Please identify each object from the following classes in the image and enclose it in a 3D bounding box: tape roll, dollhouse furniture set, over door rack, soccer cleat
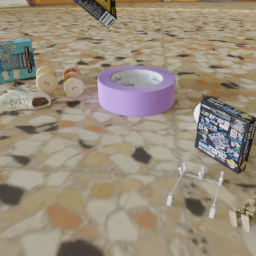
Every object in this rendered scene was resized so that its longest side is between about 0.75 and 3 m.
[{"bbox_3d":[0.275,-1.296,9.175,2.502,0.821,2.502,1,29,0],"label":"tape roll"},{"bbox_3d":[2.231,1.570,4.664,0.686,0.520,0.782,-18,12,-29],"label":"dollhouse furniture set"},{"bbox_3d":[1.347,1.101,5.398,0.869,0.392,1.176,12,32,22],"label":"over door rack"},{"bbox_3d":[-3.202,-0.817,8.606,1.641,0.569,0.637,-11,29,-25],"label":"soccer cleat"}]

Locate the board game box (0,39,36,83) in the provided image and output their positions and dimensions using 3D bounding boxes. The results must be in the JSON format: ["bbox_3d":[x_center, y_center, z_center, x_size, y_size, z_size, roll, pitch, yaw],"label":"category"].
[{"bbox_3d":[-4.590,-2.541,10.738,1.906,1.439,0.447,-19,35,-30],"label":"board game box"}]

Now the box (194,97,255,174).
[{"bbox_3d":[2.085,0.138,6.171,0.324,1.293,1.302,-19,34,-27],"label":"box"}]

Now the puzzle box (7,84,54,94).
[{"bbox_3d":[-3.348,-1.282,9.638,1.335,0.170,0.888,12,27,29],"label":"puzzle box"}]

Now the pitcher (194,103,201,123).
[{"bbox_3d":[2.236,-0.108,7.245,1.109,0.784,1.293,-27,49,-24],"label":"pitcher"}]

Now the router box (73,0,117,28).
[{"bbox_3d":[-0.992,-3.922,8.400,1.332,0.442,1.694,29,36,-33],"label":"router box"}]

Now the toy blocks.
[{"bbox_3d":[-2.443,-1.864,10.028,1.601,0.698,1.921,8,26,-20],"label":"toy blocks"}]
